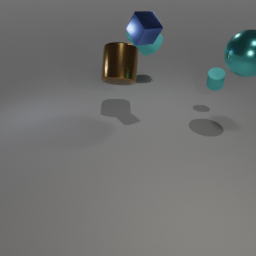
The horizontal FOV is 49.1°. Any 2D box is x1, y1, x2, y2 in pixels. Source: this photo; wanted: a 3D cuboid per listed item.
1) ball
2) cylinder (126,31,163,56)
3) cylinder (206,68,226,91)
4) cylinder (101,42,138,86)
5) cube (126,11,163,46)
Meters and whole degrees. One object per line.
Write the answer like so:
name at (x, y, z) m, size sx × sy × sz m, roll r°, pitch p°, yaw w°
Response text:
ball at (3.637, -2.240, 8.468) m, size 1.400 × 1.400 × 1.400 m, roll 0°, pitch 29°, yaw 0°
cylinder at (0.865, -4.736, 14.543) m, size 1.400 × 1.400 × 1.400 m, roll 33°, pitch 1°, yaw -44°
cylinder at (3.675, -2.039, 11.724) m, size 0.700 × 0.700 × 0.700 m, roll -4°, pitch 56°, yaw 6°
cylinder at (-0.324, -2.519, 11.188) m, size 1.400 × 1.400 × 1.400 m, roll 4°, pitch -2°, yaw 0°
cube at (0.496, -3.009, 8.457) m, size 0.700 × 0.700 × 0.700 m, roll -16°, pitch 70°, yaw -31°
